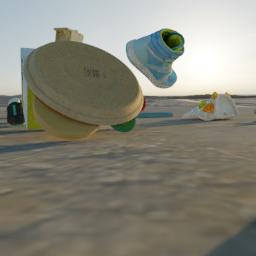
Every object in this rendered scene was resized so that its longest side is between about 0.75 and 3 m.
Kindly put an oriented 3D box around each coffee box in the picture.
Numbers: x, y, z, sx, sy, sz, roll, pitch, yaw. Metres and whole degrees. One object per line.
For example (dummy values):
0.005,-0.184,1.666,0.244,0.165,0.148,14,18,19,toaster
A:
-2.107,-1.125,8.027,1.707,1.710,1.691,-3,37,-25,coffee box

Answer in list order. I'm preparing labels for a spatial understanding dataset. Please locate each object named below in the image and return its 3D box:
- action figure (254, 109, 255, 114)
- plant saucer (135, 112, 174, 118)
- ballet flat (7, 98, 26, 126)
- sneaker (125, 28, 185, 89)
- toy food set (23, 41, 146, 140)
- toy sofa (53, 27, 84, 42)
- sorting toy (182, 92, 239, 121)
5.569,-0.422,10.894,1.117,0.585,1.081,25,11,-5,action figure
0.927,-0.654,13.988,2.686,0.255,0.939,-1,6,-23,plant saucer
-3.673,-0.592,9.494,0.854,0.859,2.513,-13,9,-20,ballet flat
1.448,-2.386,9.907,1.870,1.139,2.864,-16,-25,35,sneaker
-0.893,-0.983,6.365,2.826,0.694,2.855,-6,51,-35,toy food set
-2.086,-2.484,9.452,0.684,1.651,0.806,11,7,33,toy sofa
3.419,-0.742,12.210,2.093,1.118,1.884,-5,-12,-45,sorting toy
